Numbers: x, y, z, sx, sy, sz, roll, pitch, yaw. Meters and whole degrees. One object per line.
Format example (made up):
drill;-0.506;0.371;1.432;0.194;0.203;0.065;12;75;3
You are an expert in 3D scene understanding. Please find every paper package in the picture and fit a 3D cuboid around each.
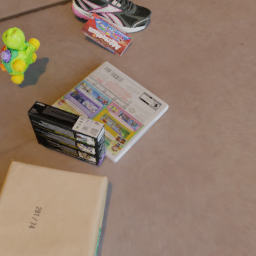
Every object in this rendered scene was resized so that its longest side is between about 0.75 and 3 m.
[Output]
paper package;-1.767;2.185;6.312;2.325;1.262;2.440;9;62;1

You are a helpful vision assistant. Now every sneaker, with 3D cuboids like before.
sneaker;-0.592;-4.418;10.024;2.985;1.289;1.199;10;62;-3

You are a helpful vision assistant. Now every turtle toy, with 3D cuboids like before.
turtle toy;-3.376;-2.289;8.542;0.904;1.789;1.304;26;58;-13

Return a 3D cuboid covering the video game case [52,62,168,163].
video game case;-0.547;-0.621;8.566;2.667;0.294;2.428;38;68;18

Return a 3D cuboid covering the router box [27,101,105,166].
router box;-1.526;0.174;7.180;1.869;1.394;0.477;19;55;10

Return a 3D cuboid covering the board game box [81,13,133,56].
board game box;-0.734;-3.271;9.821;1.633;0.159;0.841;32;76;0
